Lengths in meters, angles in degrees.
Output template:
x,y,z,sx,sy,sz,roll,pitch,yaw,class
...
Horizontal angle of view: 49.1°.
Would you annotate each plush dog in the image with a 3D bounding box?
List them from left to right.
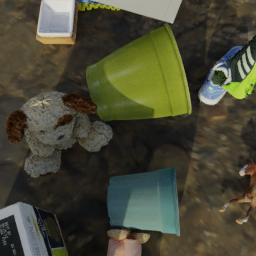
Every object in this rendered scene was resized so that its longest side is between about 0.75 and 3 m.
x,y,z,sx,sy,sz,roll,pitch,yaw,class
-1.699,-0.154,6.578,2.316,1.989,1.858,-25,70,-10,plush dog

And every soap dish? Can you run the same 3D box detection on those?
x,y,z,sx,sy,sz,roll,pitch,yaw,class
-2.115,-3.232,8.574,1.159,0.599,1.474,0,68,0,soap dish

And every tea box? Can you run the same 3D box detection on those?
x,y,z,sx,sy,sz,roll,pitch,yaw,class
-1.973,3.003,4.966,1.777,2.616,2.659,-21,70,-8,tea box

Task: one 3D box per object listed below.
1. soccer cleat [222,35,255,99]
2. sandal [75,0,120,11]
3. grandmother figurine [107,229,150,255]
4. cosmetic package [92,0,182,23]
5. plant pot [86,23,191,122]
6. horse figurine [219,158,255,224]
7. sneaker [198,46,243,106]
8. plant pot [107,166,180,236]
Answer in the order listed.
x,y,z,sx,sy,sz,roll,pitch,yaw,class
2.300,-1.357,5.339,0.568,1.682,0.682,-21,46,-39,soccer cleat
-0.721,-4.317,8.833,2.205,0.960,0.876,-9,66,-6,sandal
-0.160,3.494,5.519,1.661,0.829,2.738,14,60,-20,grandmother figurine
-0.176,-3.104,5.255,2.665,1.424,1.202,8,37,-15,cosmetic package
0.194,-1.148,7.053,2.186,2.271,2.271,-15,68,7,plant pot
3.267,1.952,6.480,1.475,0.556,2.226,-40,66,-21,horse figurine
2.764,-1.553,7.782,0.806,0.820,2.128,32,70,14,sneaker
0.356,1.615,6.239,1.468,1.499,1.499,-3,68,7,plant pot
